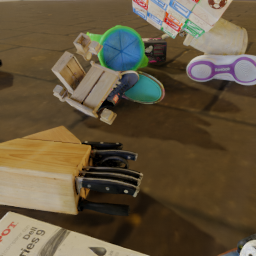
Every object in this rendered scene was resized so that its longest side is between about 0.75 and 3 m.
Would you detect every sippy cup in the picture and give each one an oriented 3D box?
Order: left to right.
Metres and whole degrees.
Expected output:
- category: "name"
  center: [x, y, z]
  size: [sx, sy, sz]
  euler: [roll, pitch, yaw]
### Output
- category: "sippy cup"
  center: [-0.449, -2.992, 10.859]
  size: [1.812, 2.307, 1.691]
  euler: [-36, 24, -5]

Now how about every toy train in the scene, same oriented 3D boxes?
- category: "toy train"
  center: [2.103, 1.396, 3.062]
  size: [2.478, 1.416, 1.074]
  euler: [-11, 31, -19]

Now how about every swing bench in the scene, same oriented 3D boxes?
- category: "swing bench"
  center: [3.139, -3.814, 11.293]
  size: [2.508, 1.636, 2.521]
  euler: [16, 18, -22]

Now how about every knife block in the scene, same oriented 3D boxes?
- category: "knife block"
  center: [-1.143, 0.884, 4.580]
  size: [2.579, 0.825, 2.264]
  euler: [-18, 32, -30]

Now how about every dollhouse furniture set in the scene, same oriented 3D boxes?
- category: "dollhouse furniture set"
  center: [-0.815, -1.304, 8.168]
  size: [2.468, 1.205, 2.105]
  euler: [28, 77, 23]

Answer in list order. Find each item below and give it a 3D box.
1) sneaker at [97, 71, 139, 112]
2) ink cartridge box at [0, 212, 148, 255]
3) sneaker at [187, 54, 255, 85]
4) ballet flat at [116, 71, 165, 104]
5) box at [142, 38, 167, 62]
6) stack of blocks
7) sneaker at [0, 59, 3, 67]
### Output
- category: "sneaker"
  center: [-0.334, -0.977, 7.880]
  size: [1.607, 0.602, 0.679]
  euler: [-33, 41, 5]
- category: "ink cartridge box"
  center: [-0.821, 1.860, 2.816]
  size: [2.001, 0.841, 1.461]
  euler: [10, 31, 17]
- category: "sneaker"
  center: [3.586, -2.263, 10.039]
  size: [2.828, 1.059, 1.408]
  euler: [7, 30, 13]
- category: "ballet flat"
  center: [-0.053, -1.327, 8.709]
  size: [2.642, 0.913, 0.940]
  euler: [12, 8, 20]
- category: "box"
  center: [0.886, -3.471, 12.396]
  size: [1.527, 0.876, 1.009]
  euler: [-1, 29, -2]
- category: "stack of blocks"
  center: [0.999, -2.656, 5.654]
  size: [1.704, 0.867, 2.960]
  euler: [34, 7, -3]
- category: "sneaker"
  center: [-5.433, -2.231, 10.246]
  size: [0.841, 0.757, 2.159]
  euler: [-4, 25, 6]
